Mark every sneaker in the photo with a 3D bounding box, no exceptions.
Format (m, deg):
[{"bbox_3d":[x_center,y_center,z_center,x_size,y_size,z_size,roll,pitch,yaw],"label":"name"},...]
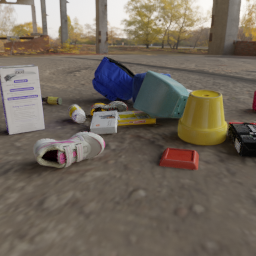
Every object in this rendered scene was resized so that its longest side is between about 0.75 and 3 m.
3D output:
[{"bbox_3d":[-0.849,-0.740,12.303,1.704,0.663,0.700,-7,22,10],"label":"sneaker"},{"bbox_3d":[-1.642,0.697,7.821,2.039,0.829,0.899,-11,21,-6],"label":"sneaker"}]

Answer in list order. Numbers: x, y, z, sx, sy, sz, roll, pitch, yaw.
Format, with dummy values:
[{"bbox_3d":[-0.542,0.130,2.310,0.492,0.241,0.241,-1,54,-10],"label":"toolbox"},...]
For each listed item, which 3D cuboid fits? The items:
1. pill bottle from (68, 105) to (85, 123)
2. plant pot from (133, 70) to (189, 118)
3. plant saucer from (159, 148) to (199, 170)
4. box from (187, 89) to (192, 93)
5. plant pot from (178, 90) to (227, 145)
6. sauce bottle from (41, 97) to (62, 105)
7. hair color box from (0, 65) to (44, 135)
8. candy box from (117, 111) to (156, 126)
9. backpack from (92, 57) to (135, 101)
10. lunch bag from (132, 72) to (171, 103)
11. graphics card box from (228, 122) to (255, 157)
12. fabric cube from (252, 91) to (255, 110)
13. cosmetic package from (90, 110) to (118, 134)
[{"bbox_3d":[-2.123,-0.567,11.700,0.564,0.564,1.013,-9,25,-24],"label":"pill bottle"},{"bbox_3d":[1.544,-1.191,11.430,1.671,1.640,1.636,32,19,34],"label":"plant pot"},{"bbox_3d":[1.511,0.854,8.172,1.074,0.198,1.076,5,20,14],"label":"plant saucer"},{"bbox_3d":[2.859,-0.923,11.961,0.982,1.090,1.938,-12,22,-32],"label":"box"},{"bbox_3d":[2.610,-0.438,9.692,1.668,1.569,1.668,-1,23,0],"label":"plant pot"},{"bbox_3d":[-4.036,-1.444,14.562,1.222,0.395,0.395,8,20,18],"label":"sauce bottle"},{"bbox_3d":[-3.937,-1.071,10.363,1.312,2.401,0.778,-10,21,-27],"label":"hair color box"},{"bbox_3d":[0.004,-0.419,11.718,2.115,0.279,1.081,-4,21,-11],"label":"candy box"},{"bbox_3d":[-0.639,-2.523,15.344,2.404,2.017,1.953,29,17,-20],"label":"backpack"},{"bbox_3d":[1.388,-2.028,14.467,1.527,1.568,2.308,11,20,27],"label":"lunch bag"},{"bbox_3d":[4.104,0.345,9.151,1.274,0.516,2.030,3,18,7],"label":"graphics card box"},{"bbox_3d":[6.512,-1.229,13.183,0.921,0.903,0.918,1,17,4],"label":"fabric cube"},{"bbox_3d":[-0.890,-0.223,10.635,0.934,0.320,1.238,-6,31,4],"label":"cosmetic package"}]
